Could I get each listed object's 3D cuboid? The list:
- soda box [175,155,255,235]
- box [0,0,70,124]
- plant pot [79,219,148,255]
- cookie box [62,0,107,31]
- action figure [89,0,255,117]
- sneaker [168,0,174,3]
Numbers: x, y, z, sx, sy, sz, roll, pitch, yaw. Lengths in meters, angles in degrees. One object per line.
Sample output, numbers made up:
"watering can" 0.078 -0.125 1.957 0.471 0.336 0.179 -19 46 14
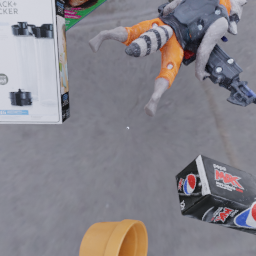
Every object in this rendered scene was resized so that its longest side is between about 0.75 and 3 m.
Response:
"soda box" 1.372 0.880 3.366 1.581 0.501 0.560 20 41 -21
"box" -1.013 -0.677 2.881 0.721 0.372 1.236 2 104 2
"plant pot" -0.250 1.962 4.443 0.767 1.096 1.096 3 66 27
"cookie box" -1.568 -3.019 4.962 1.086 2.891 2.473 -8 84 -47
"action figure" 1.136 -1.406 4.833 2.696 1.458 2.787 -39 72 -16
"sneaker" 1.700 -3.180 6.153 1.932 0.734 0.877 -42 35 17
